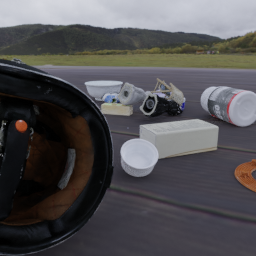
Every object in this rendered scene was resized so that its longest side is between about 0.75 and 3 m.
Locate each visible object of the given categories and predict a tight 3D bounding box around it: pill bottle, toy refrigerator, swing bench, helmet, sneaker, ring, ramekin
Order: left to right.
[{"bbox_3d":[-1.975,0.345,4.242,2.820,2.958,2.958,6,15,40],"label":"helmet"},{"bbox_3d":[-0.757,-1.584,15.699,0.642,0.631,1.666,40,31,24],"label":"sneaker"},{"bbox_3d":[-0.513,-0.910,13.161,1.391,0.487,0.528,5,16,17],"label":"toy refrigerator"},{"bbox_3d":[0.250,0.730,6.697,0.896,0.437,0.896,4,46,-4],"label":"ramekin"},{"bbox_3d":[1.980,-1.708,13.463,1.202,0.780,1.195,24,0,37],"label":"swing bench"},{"bbox_3d":[4.191,-1.001,11.782,1.394,1.394,2.447,-4,15,-15],"label":"pill bottle"},{"bbox_3d":[3.541,1.113,6.376,2.082,0.200,2.082,0,15,0],"label":"ring"}]

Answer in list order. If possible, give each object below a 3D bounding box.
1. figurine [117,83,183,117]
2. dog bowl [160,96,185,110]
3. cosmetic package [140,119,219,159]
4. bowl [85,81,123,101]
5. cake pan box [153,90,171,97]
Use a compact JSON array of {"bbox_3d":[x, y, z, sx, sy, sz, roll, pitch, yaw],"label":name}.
[{"bbox_3d":[1.064,-1.192,12.781,2.358,1.015,2.301,29,16,38],"label":"figurine"},{"bbox_3d":[2.177,-1.259,14.283,1.428,0.562,1.428,0,15,0],"label":"dog bowl"},{"bbox_3d":[1.497,0.283,8.317,2.091,0.764,1.083,-7,17,-20],"label":"cosmetic package"},{"bbox_3d":[-1.455,-2.241,16.965,2.297,1.032,2.297,1,16,0],"label":"bowl"},{"bbox_3d":[1.893,-1.764,15.899,1.626,0.425,1.497,-26,30,-36],"label":"cake pan box"}]
